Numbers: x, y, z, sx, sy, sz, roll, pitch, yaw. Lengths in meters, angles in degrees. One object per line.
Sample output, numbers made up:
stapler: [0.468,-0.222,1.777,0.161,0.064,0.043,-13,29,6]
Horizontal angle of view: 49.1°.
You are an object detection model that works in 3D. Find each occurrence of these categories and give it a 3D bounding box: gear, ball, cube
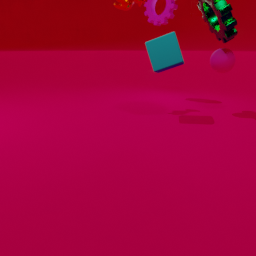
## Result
gear: [1.220,-4.609,10.559,1.394,1.394,0.258,16,19,42]
ball: [2.966,-2.105,8.772,0.769,0.769,0.769,0,17,0]
gear: [2.565,-3.335,8.162,0.321,1.736,1.736,-30,15,8]
cube: [1.095,-2.173,8.190,0.874,0.874,0.874,-17,5,15]

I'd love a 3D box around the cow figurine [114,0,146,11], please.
cow figurine: [0.107,-3.973,8.699,0.964,0.538,0.980,18,59,-12]
